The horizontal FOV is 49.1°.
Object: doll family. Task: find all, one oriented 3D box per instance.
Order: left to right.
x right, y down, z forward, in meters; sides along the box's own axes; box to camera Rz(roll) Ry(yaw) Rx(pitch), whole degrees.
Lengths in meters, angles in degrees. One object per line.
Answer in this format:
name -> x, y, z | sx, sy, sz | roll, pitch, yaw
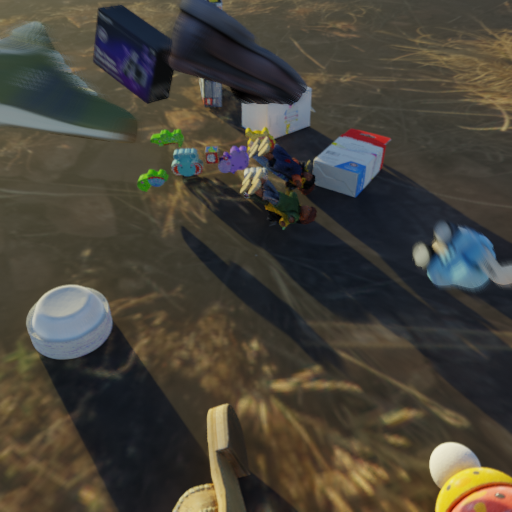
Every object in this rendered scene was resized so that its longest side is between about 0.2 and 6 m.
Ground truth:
doll family -> 0.539, -1.280, 10.167 | 1.467, 0.996, 2.538 | 29, 44, -17

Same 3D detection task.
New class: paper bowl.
paper bowl -> -2.692, 0.870, 8.046 | 1.151, 0.599, 1.151 | -1, 39, 1

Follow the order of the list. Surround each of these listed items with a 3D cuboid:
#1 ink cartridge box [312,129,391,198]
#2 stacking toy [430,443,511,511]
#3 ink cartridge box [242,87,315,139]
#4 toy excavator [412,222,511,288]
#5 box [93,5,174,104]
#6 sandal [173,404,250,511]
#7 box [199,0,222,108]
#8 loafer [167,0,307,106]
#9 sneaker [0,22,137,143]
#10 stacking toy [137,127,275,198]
ink cartridge box -> 1.998, -1.971, 11.598 | 1.008, 0.583, 1.735 | 22, 44, 25
stacking toy -> 2.261, 2.663, 5.470 | 1.595, 1.595, 2.183 | -6, 21, -8
ink cartridge box -> 0.552, -3.506, 13.213 | 1.535, 0.961, 0.987 | -27, 46, -29
toy excavator -> 2.573, 0.087, 6.440 | 0.596, 1.161, 1.194 | 13, 38, -34
box -> -2.159, -3.576, 9.919 | 1.497, 1.057, 0.590 | 39, 42, 18
sandal -> -0.523, 2.716, 5.708 | 0.856, 0.954, 2.603 | -20, 33, 7
box -> -1.174, -5.303, 14.195 | 0.507, 2.543, 1.741 | -3, 39, -8
loafer -> -0.297, -3.076, 9.303 | 1.224, 1.072, 3.405 | 36, 12, 26
sneaker -> -3.021, -2.531, 7.993 | 1.098, 1.469, 3.273 | 22, 15, 41
stacking toy -> -0.970, -1.931, 11.601 | 2.732, 0.642, 2.060 | -1, 37, 2
